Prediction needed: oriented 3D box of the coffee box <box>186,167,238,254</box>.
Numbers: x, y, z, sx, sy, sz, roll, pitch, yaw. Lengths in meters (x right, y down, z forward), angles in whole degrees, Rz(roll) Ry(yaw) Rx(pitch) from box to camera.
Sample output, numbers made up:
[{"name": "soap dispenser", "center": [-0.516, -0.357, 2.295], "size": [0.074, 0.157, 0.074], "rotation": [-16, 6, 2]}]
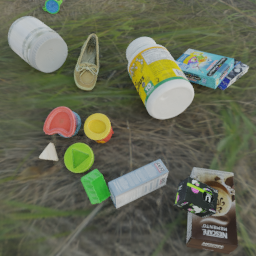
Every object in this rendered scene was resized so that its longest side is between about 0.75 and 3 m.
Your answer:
[{"name": "coffee box", "center": [2.090, 2.041, 7.068], "size": [1.066, 0.753, 1.886], "rotation": [7, 53, 6]}]

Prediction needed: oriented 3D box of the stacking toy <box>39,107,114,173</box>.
[{"name": "stacking toy", "center": [-1.561, 0.384, 8.609], "size": [2.047, 0.864, 1.853], "rotation": [16, 80, 15]}]

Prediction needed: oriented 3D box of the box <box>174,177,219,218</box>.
[{"name": "box", "center": [1.568, 1.600, 6.433], "size": [0.812, 0.505, 0.603], "rotation": [26, 55, -8]}]

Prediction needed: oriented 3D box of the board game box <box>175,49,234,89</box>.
[{"name": "board game box", "center": [2.703, -2.244, 10.351], "size": [1.863, 0.437, 1.407], "rotation": [24, 55, 33]}]

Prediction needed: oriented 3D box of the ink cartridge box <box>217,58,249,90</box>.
[{"name": "ink cartridge box", "center": [3.777, -2.059, 10.550], "size": [1.544, 0.303, 0.768], "rotation": [-37, 61, -24]}]

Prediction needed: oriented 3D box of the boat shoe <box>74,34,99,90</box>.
[{"name": "boat shoe", "center": [-1.464, -2.465, 10.406], "size": [0.866, 0.747, 2.374], "rotation": [13, 57, -9]}]

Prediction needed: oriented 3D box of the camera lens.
[{"name": "camera lens", "center": [-3.438, -3.174, 10.609], "size": [1.550, 1.550, 1.937], "rotation": [-38, 61, -25]}]

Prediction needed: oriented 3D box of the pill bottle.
[{"name": "pill bottle", "center": [0.925, -1.808, 9.517], "size": [1.592, 1.592, 2.824], "rotation": [-15, 54, -11]}]

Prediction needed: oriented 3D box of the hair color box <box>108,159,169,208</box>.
[{"name": "hair color box", "center": [0.278, 1.487, 7.486], "size": [1.552, 0.768, 0.471], "rotation": [-21, 55, -16]}]

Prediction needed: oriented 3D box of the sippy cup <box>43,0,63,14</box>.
[{"name": "sippy cup", "center": [-3.591, -5.888, 13.337], "size": [0.884, 0.694, 0.648], "rotation": [5, 39, -16]}]

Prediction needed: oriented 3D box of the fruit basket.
[{"name": "fruit basket", "center": [-0.882, 1.533, 7.476], "size": [0.629, 0.872, 0.872], "rotation": [-30, 57, -32]}]
